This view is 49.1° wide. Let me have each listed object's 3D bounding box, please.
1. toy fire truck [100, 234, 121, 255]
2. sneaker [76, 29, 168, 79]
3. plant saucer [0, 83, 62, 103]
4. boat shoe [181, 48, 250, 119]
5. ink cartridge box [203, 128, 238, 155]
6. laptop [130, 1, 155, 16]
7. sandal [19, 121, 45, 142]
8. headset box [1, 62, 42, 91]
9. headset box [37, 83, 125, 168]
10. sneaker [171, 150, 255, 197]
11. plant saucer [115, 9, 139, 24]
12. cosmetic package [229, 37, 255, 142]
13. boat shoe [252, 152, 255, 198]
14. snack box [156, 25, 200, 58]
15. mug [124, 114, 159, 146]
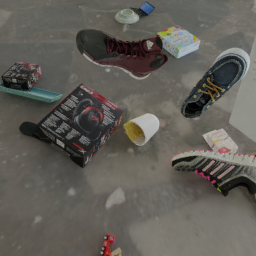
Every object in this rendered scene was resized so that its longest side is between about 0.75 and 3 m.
[{"bbox_3d":[-0.363,2.951,6.621,0.555,0.192,0.786,8,54,8],"label":"toy fire truck"},{"bbox_3d":[0.043,-1.797,6.120,2.161,1.248,0.818,11,72,-42],"label":"sneaker"},{"bbox_3d":[-3.488,-1.268,9.853,2.223,0.211,0.777,13,22,12],"label":"plant saucer"},{"bbox_3d":[1.300,-0.601,4.299,0.481,1.359,0.617,37,63,3],"label":"boat shoe"},{"bbox_3d":[2.808,0.405,8.599,0.578,0.335,0.992,-20,54,-15],"label":"ink cartridge box"},{"bbox_3d":[0.700,-5.792,13.511,0.880,0.454,0.779,-9,47,-37],"label":"laptop"},{"bbox_3d":[-2.739,0.096,8.820,1.529,0.366,0.575,12,53,8],"label":"sandal"},{"bbox_3d":[-3.850,-1.960,10.308,0.960,0.484,1.291,8,40,5],"label":"headset box"},{"bbox_3d":[-1.312,-0.202,8.553,1.696,0.856,2.282,33,57,8],"label":"headset box"},{"bbox_3d":[2.369,1.243,7.507,2.510,0.926,1.098,3,73,18],"label":"sneaker"},{"bbox_3d":[-0.044,-5.363,13.296,1.147,0.288,1.147,0,50,0],"label":"plant saucer"},{"bbox_3d":[3.266,-1.148,5.764,1.517,2.991,1.066,-30,54,-20],"label":"cosmetic package"},{"bbox_3d":[3.742,1.589,7.451,0.730,0.624,1.992,-14,52,-11],"label":"boat shoe"},{"bbox_3d":[2.088,-3.664,11.793,1.214,0.487,1.440,-29,58,-22],"label":"snack box"},{"bbox_3d":[0.443,-0.091,8.727,1.051,0.841,0.863,41,54,21],"label":"mug"}]
